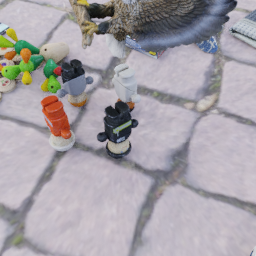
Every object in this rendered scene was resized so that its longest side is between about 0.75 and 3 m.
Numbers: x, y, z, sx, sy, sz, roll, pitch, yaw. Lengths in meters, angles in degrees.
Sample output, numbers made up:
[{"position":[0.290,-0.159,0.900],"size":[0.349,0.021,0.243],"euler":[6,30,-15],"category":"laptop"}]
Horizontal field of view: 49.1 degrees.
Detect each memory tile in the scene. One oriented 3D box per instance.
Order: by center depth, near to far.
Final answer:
[{"position":[-3.835,-1.652,8.239],"size":[1.760,0.193,2.296],"euler":[25,58,17],"category":"memory tile"}]

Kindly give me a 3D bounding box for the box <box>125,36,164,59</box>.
[{"position":[0.886,-3.258,9.269],"size":[1.462,0.426,2.135],"euler":[28,58,19],"category":"box"}]

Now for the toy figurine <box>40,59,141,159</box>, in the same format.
[{"position":[-0.788,-0.449,6.653],"size":[2.159,1.502,2.126],"euler":[4,48,5],"category":"toy figurine"}]

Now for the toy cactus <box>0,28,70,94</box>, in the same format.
[{"position":[-2.617,-2.061,7.953],"size":[2.648,1.354,2.185],"euler":[30,46,22],"category":"toy cactus"}]

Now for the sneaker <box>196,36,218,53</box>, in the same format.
[{"position":[2.377,-2.974,8.992],"size":[1.406,0.542,0.599],"euler":[47,42,14],"category":"sneaker"}]

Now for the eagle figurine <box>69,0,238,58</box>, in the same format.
[{"position":[0.310,-2.385,5.062],"size":[2.746,2.083,2.072],"euler":[-20,32,6],"category":"eagle figurine"}]

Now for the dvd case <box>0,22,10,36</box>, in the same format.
[{"position":[-4.914,-3.124,9.332],"size":[1.154,0.174,1.581],"euler":[28,59,19],"category":"dvd case"}]

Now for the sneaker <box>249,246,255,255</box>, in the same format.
[{"position":[2.326,2.897,4.634],"size":[0.942,0.615,1.684],"euler":[28,57,20],"category":"sneaker"}]

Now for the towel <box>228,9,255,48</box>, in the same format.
[{"position":[5.152,-3.166,9.283],"size":[2.711,0.468,2.610],"euler":[37,59,26],"category":"towel"}]
